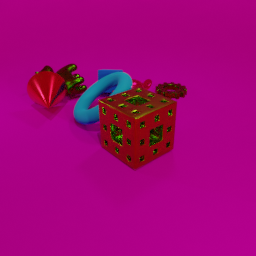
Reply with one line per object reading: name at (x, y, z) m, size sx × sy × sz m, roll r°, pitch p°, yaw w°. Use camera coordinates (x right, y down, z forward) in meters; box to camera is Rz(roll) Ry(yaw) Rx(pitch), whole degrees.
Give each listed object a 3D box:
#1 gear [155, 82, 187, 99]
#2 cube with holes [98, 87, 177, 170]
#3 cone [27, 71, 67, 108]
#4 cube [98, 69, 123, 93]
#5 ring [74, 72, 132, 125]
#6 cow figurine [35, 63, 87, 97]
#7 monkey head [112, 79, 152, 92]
gear at (1.523, -1.329, 9.895) m, size 1.089 × 0.201 × 1.089 m, roll 0°, pitch 31°, yaw 0°
cube with holes at (0.219, -0.064, 6.656) m, size 1.279 × 1.279 × 1.279 m, roll -23°, pitch 36°, yaw -34°
cone at (-2.338, -0.872, 8.172) m, size 1.194 × 1.194 × 1.198 m, roll -8°, pitch 35°, yaw -13°
cube at (-0.599, -1.632, 9.697) m, size 0.747 × 0.747 × 0.747 m, roll 3°, pitch 14°, yaw 7°
ring at (-0.728, -0.869, 7.950) m, size 1.964 × 0.393 × 1.964 m, roll -28°, pitch 32°, yaw 19°
cow figurine at (-2.372, -1.582, 9.593) m, size 1.583 × 0.883 × 1.609 m, roll -24°, pitch 52°, yaw -10°
monkey head at (0.267, -0.955, 8.474) m, size 1.163 × 0.974 × 1.617 m, roll 24°, pitch 35°, yaw 38°
